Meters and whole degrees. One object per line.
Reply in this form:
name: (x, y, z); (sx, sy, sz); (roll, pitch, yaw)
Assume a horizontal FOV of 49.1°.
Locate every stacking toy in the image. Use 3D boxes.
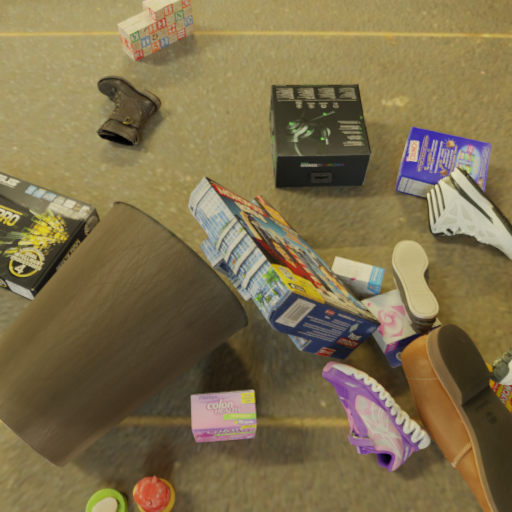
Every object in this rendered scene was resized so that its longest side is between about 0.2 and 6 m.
stacking toy: (-1.936, 4.024, 8.272); (1.352, 0.631, 1.494); (-1, 57, -1)

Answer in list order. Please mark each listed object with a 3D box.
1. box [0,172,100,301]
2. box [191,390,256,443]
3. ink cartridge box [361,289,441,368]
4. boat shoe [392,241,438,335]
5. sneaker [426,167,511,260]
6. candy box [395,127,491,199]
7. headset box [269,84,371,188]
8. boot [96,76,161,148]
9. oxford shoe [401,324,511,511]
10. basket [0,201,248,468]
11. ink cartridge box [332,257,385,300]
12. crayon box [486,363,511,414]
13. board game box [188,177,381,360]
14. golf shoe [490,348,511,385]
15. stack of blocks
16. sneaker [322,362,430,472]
box: (-4.789, -0.453, 11.097); (2.649, 0.650, 2.135); (21, 57, 13)
box: (-0.506, 2.557, 8.858); (0.976, 1.109, 0.536); (-3, 62, -4)
ink cartridge box: (2.648, 1.215, 10.051); (1.260, 0.278, 1.283); (-16, 59, -23)
boat shoe: (2.820, 0.543, 10.137); (0.676, 0.576, 2.021); (0, 41, 2)
sneaker: (4.255, -0.580, 11.216); (2.210, 1.271, 0.834); (50, 26, 1)
candy box: (3.985, -1.892, 11.995); (1.734, 0.668, 1.466); (17, 61, 9)
headset box: (1.332, -2.574, 12.191); (1.988, 1.059, 2.283); (-2, 58, -2)
boot: (-3.215, -3.318, 12.929); (1.804, 0.624, 1.570); (22, 60, 11)
oxford shoe: (3.345, 2.863, 8.822); (1.229, 1.228, 3.445); (-6, 68, -36)
basket: (-2.459, 1.339, 9.033); (3.196, 2.410, 3.544); (37, 68, 16)
ink cartridge box: (1.756, 0.423, 10.497); (1.177, 0.677, 0.399); (15, 58, 13)
crayon box: (3.914, 2.309, 9.536); (1.312, 0.333, 0.833); (28, 62, 17)
board game box: (0.186, 0.051, 9.355); (1.007, 3.267, 3.265); (-47, 56, 13)
golf shoe: (5.083, 1.686, 9.295); (2.668, 1.030, 1.175); (-16, 56, -22)
stack of blocks: (-2.550, -5.933, 14.306); (1.891, 1.089, 0.554); (-35, 64, -20)
sneaker: (1.737, 2.550, 8.723); (2.136, 0.859, 0.944); (46, 78, -12)
